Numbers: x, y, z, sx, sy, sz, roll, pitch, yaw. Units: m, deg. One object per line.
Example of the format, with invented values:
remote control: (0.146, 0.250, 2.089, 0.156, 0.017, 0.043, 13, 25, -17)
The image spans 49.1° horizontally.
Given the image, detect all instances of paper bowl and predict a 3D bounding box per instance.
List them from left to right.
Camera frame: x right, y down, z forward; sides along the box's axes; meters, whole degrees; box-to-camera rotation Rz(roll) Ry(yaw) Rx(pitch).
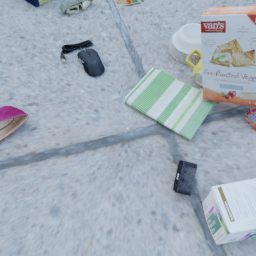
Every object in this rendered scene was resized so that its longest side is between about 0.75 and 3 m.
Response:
paper bowl: (2.411, -3.213, 10.428, 1.690, 0.879, 1.690, 0, 56, 1)

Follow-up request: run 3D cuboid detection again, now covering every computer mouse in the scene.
computer mouse: (-1.730, -2.598, 10.244, 1.399, 0.459, 1.992, -17, 56, -12)

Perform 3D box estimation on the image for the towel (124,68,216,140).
towel: (1.370, -0.880, 9.157, 2.541, 0.297, 1.938, 31, 61, 19)

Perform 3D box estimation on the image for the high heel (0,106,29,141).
high heel: (-4.057, 0.398, 7.859, 1.356, 0.952, 2.828, 9, 42, 19)

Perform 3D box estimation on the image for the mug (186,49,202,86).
mug: (2.682, -2.013, 9.613, 1.300, 1.041, 1.067, 27, 66, 42)

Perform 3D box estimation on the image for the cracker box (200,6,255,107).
cracker box: (3.038, -1.970, 7.889, 1.770, 2.643, 0.762, 12, 41, 32)

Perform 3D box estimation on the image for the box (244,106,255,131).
box: (4.318, -0.465, 8.672, 1.192, 0.569, 0.594, -22, 58, -15)

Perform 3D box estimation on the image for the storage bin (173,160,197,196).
storage bin: (1.473, 1.281, 7.266, 0.387, 0.558, 0.825, 14, 88, 0)

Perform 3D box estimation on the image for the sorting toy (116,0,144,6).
sorting toy: (0.122, -5.852, 12.698, 1.330, 0.181, 0.749, -16, 57, -11)

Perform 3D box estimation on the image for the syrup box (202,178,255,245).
syrup box: (3.372, 1.862, 6.699, 2.841, 1.118, 1.157, -9, 55, -7)

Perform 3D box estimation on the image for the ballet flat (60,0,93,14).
ballet flat: (-2.133, -5.335, 12.213, 1.665, 0.561, 0.530, -23, 85, -14)

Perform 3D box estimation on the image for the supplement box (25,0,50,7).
supplement box: (-4.114, -6.844, 12.677, 1.998, 1.341, 1.996, 37, 63, 23)
